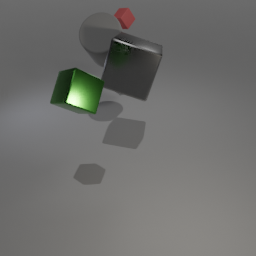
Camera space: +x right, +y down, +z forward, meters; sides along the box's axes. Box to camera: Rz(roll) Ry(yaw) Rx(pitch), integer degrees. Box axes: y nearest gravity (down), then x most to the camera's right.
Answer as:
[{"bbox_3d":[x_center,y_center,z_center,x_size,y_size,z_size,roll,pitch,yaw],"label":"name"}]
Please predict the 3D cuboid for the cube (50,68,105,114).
[{"bbox_3d":[-1.004,-0.707,5.544,0.700,0.700,0.700,20,-9,-38],"label":"cube"}]

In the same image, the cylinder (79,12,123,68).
[{"bbox_3d":[-0.778,-2.923,9.500,1.400,1.400,1.400,7,-6,11],"label":"cylinder"}]

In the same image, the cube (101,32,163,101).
[{"bbox_3d":[0.128,-1.823,8.160,1.400,1.400,1.400,18,27,-1],"label":"cube"}]

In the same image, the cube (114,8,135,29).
[{"bbox_3d":[-0.212,-5.331,13.650,0.700,0.700,0.700,21,73,43],"label":"cube"}]
